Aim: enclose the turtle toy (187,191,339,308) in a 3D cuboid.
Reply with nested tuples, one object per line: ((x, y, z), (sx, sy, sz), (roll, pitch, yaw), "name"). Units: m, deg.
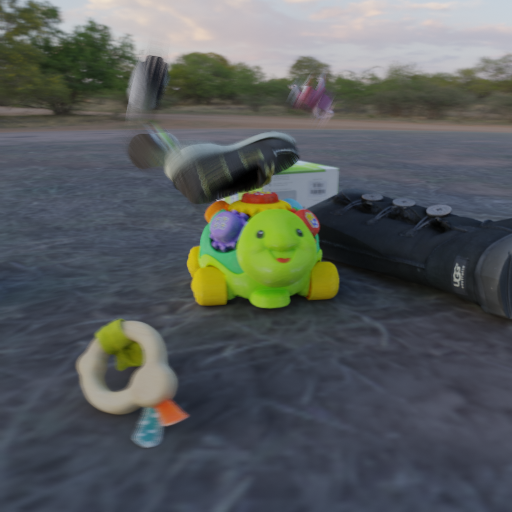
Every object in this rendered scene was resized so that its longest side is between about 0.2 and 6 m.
((0.107, -0.112, 7.531), (2.001, 1.388, 2.746), (-3, 16, -9), "turtle toy")

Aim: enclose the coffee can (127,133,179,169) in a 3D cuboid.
((-2.250, -2.329, 12.336), (0.740, 0.740, 1.010), (6, 15, 19), "coffee can")

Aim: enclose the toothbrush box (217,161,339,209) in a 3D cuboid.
((0.424, -1.632, 13.321), (1.958, 1.158, 2.689), (-7, 16, -23), "toothbrush box")

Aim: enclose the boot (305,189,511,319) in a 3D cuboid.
((3.069, -0.315, 8.788), (3.305, 1.316, 4.009), (-7, 13, -30), "boot")

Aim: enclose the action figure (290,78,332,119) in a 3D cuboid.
((1.134, -3.236, 11.547), (0.651, 0.723, 0.972), (-14, -3, 19), "action figure")

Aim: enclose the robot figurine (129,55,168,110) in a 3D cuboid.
((-1.257, -2.014, 6.535), (0.384, 0.615, 0.462), (21, 35, -13), "robot figurine")

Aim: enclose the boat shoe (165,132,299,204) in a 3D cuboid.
((-0.187, -1.217, 8.028), (2.272, 0.810, 0.684), (-18, 64, -37), "boat shoe")

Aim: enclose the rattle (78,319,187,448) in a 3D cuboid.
((-0.934, 1.223, 5.054), (1.316, 0.940, 0.857), (29, 62, 31), "rattle")
